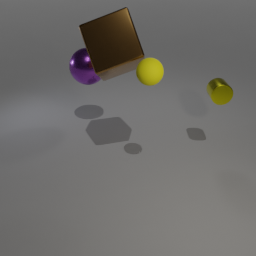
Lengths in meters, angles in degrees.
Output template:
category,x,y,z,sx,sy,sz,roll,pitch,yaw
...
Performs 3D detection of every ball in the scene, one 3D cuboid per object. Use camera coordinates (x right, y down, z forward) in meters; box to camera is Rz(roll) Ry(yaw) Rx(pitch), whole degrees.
category,x,y,z,sx,sy,sz,roll,pitch,yaw
ball,0.555,-1.429,7.128,0.700,0.700,0.700,0,29,0
ball,-1.552,-2.365,10.778,1.400,1.400,1.400,0,29,0

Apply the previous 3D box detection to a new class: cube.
category,x,y,z,sx,sy,sz,roll,pitch,yaw
cube,-0.398,-2.322,8.052,1.400,1.400,1.400,-20,1,4

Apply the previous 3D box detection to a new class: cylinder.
category,x,y,z,sx,sy,sz,roll,pitch,yaw
cylinder,2.999,-1.204,9.185,0.700,0.700,0.700,0,29,1
